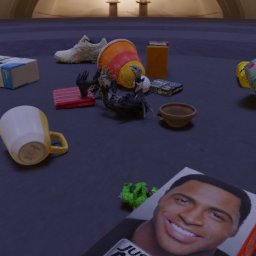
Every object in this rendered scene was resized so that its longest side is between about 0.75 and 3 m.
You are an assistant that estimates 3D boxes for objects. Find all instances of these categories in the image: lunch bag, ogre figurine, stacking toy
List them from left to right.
[{"bbox_3d":[0.044,-2.148,10.990,1.838,1.838,2.516,-14,48,-27],"label":"stacking toy"},{"bbox_3d":[0.243,1.185,4.891,0.961,0.471,0.576,28,24,25],"label":"ogre figurine"},{"bbox_3d":[4.737,-1.797,9.110,1.604,0.771,2.001,-24,-22,25],"label":"lunch bag"}]

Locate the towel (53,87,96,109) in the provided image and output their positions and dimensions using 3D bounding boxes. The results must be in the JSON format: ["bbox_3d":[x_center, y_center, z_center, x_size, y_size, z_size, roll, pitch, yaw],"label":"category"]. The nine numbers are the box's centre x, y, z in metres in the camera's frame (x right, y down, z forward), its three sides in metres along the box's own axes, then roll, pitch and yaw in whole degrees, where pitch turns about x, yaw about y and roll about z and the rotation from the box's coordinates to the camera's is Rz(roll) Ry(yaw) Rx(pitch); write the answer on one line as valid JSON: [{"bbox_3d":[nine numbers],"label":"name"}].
[{"bbox_3d":[-1.944,-1.109,9.910,1.347,0.209,1.862,-9,25,-13],"label":"towel"}]

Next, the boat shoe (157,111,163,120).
[{"bbox_3d":[1.215,-0.510,8.563,0.859,0.294,0.317,-18,31,-32],"label":"boat shoe"}]

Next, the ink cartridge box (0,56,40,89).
[{"bbox_3d":[-5.100,-2.379,11.712,2.143,0.902,1.549,11,28,21],"label":"ink cartridge box"}]

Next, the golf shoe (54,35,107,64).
[{"bbox_3d":[-2.487,-4.236,14.979,2.953,1.436,1.156,-3,28,-3],"label":"golf shoe"}]

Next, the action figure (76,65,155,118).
[{"bbox_3d":[-0.319,-1.257,8.734,2.871,1.465,1.706,25,24,35],"label":"action figure"}]

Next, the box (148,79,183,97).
[{"bbox_3d":[1.351,-1.568,10.750,1.198,0.294,0.965,22,32,38],"label":"box"}]

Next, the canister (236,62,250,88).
[{"bbox_3d":[5.194,-2.190,11.579,1.222,0.712,1.646,7,28,14],"label":"canister"}]

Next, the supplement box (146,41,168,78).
[{"bbox_3d":[1.332,-3.113,12.698,0.923,1.372,1.391,3,26,7],"label":"supplement box"}]

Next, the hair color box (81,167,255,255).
[{"bbox_3d":[0.582,1.629,3.511,1.406,0.848,2.769,19,31,36],"label":"hair color box"}]

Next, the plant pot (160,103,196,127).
[{"bbox_3d":[1.408,-0.330,7.992,1.021,0.471,1.021,-1,25,0],"label":"plant pot"}]

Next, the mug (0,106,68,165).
[{"bbox_3d":[-2.115,0.197,6.302,1.376,1.102,1.129,-18,38,-20],"label":"mug"}]
